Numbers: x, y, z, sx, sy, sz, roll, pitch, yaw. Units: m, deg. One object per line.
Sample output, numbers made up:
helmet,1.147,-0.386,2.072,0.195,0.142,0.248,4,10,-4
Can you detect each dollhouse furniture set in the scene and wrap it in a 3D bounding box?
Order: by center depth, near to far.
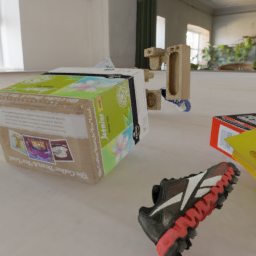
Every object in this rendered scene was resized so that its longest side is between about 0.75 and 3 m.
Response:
dollhouse furniture set,0.609,-1.634,9.534,1.886,2.202,2.315,-3,6,-34

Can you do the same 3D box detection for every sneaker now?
sneaker,0.721,0.799,3.347,1.545,0.546,0.755,-35,57,-30
sneaker,1.786,-1.095,11.034,0.673,0.574,1.526,-10,42,-44

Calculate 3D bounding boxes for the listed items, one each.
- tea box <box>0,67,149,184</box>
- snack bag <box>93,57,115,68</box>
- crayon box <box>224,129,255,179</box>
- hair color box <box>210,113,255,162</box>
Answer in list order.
tea box,-1.118,-0.258,5.944,2.360,1.577,2.322,7,28,27
snack bag,-1.175,-2.133,12.621,1.649,1.749,0.187,-32,-19,9
crayon box,2.788,0.511,4.517,2.274,0.578,1.444,-13,42,-22
hair color box,3.436,0.159,6.515,2.661,0.815,1.350,-4,18,-18
